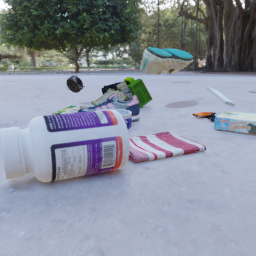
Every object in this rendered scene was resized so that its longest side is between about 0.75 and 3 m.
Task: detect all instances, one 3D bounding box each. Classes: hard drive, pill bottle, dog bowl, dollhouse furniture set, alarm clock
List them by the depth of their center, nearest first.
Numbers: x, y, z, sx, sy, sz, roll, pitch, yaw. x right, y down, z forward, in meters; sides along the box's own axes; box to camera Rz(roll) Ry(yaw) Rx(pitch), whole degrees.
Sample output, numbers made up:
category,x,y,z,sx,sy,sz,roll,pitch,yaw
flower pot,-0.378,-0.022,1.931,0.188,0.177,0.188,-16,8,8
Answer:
category,x,y,z,sx,sy,sz,roll,pitch,yaw
pill bottle,-1.505,0.431,6.758,2.787,1.553,1.553,-7,16,-23
dog bowl,-0.637,-0.355,11.700,1.588,0.626,1.588,0,15,0
hard drive,4.001,-1.347,12.089,0.765,0.155,1.159,9,32,-40
alarm clock,-2.568,-1.999,13.110,1.178,0.795,0.392,-14,27,48
dollhouse furniture set,-0.396,-1.570,16.276,2.887,1.449,1.891,-37,27,-17

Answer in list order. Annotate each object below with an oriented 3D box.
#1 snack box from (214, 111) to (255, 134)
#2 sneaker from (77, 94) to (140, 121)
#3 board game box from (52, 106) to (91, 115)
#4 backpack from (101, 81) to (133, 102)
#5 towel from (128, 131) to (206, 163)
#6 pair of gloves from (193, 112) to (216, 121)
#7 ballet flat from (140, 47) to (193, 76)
category,x,y,z,sx,sy,sz,roll,pitch,yaw
snack box,5.119,-0.168,11.064,2.967,0.550,1.724,9,15,31
sneaker,-0.918,-0.984,12.976,2.946,1.208,1.034,0,14,1
board game box,-2.822,-0.828,14.348,1.199,0.268,2.288,1,14,11
backpack,-0.311,-2.323,18.012,2.166,1.665,1.767,-31,25,-22
towel,0.928,0.533,8.935,2.541,0.289,1.830,-7,16,-25
pair of gloves,4.031,-0.531,13.306,1.396,0.194,1.567,-7,19,-31
ballet flat,1.091,-1.915,8.169,0.800,0.739,2.372,40,31,27
